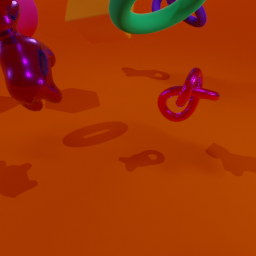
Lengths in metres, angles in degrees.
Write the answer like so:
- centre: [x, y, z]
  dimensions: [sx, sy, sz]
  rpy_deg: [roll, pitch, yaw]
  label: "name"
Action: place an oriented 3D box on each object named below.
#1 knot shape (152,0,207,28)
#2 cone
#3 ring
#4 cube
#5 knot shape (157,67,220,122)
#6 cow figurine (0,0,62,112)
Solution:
- centre: [1.739, -4.100, 8.847]
  dimensions: [1.916, 1.793, 0.886]
  rpy_deg: [22, 53, 5]
  label: "knot shape"
- centre: [-3.000, -2.438, 6.252]
  dimensions: [1.519, 1.519, 1.524]
  rpy_deg: [1, 32, 2]
  label: "cone"
- centre: [0.558, -2.168, 4.664]
  dimensions: [1.828, 0.366, 1.828]
  rpy_deg: [-18, -9, -3]
  label: "ring"
- centre: [-0.644, -2.899, 6.804]
  dimensions: [1.186, 1.186, 1.186]
  rpy_deg: [1, -10, 25]
  label: "cube"
- centre: [1.006, -0.517, 4.945]
  dimensions: [1.088, 1.018, 0.503]
  rpy_deg: [19, 43, -53]
  label: "knot shape"
- centre: [-1.434, -0.951, 3.550]
  dimensions: [0.738, 1.322, 1.344]
  rpy_deg: [-21, 71, 10]
  label: "cow figurine"
